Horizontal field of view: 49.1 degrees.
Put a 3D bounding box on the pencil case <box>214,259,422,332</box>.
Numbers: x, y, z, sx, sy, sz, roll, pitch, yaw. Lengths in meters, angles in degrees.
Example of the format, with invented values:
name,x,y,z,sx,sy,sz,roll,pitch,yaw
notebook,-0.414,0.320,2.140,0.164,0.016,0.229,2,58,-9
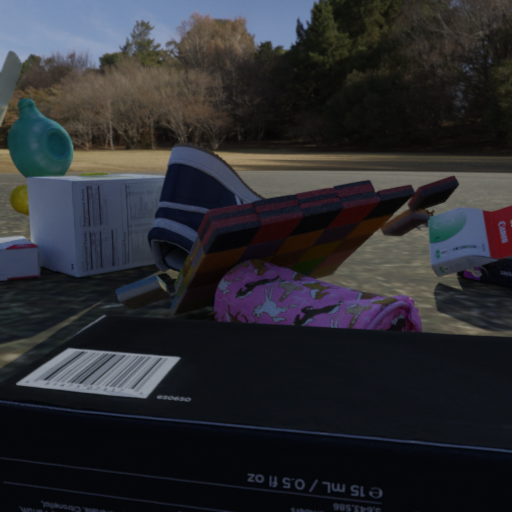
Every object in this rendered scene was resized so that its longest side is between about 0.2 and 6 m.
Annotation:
name,x,y,z,sx,sy,sz,roll,pitch,yaw
pencil case,0.393,0.516,4.302,0.807,0.772,1.865,-5,11,-35

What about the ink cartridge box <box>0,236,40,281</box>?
name,x,y,z,sx,sy,sz,roll,pitch,yaw
ink cartridge box,-3.486,0.031,7.698,0.795,0.461,1.077,-6,10,-31

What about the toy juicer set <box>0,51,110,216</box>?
name,x,y,z,sx,sy,sz,roll,pitch,yaw
toy juicer set,-3.925,-1.668,9.788,0.841,3.092,1.967,-6,44,32

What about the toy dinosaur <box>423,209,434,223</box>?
name,x,y,z,sx,sy,sz,roll,pitch,yaw
toy dinosaur,4.010,-0.945,13.456,0.761,0.433,1.433,24,7,-19

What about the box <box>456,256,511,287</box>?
name,x,y,z,sx,sy,sz,roll,pitch,yaw
box,3.990,0.187,7.050,1.629,0.411,2.278,-8,12,-33

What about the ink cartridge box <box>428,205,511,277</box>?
name,x,y,z,sx,sy,sz,roll,pitch,yaw
ink cartridge box,2.875,-0.293,7.320,1.198,0.300,0.964,-21,36,31

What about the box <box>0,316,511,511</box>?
name,x,y,z,sx,sy,sz,roll,pitch,yaw
box,0.306,0.836,1.387,1.705,1.203,0.672,2,10,11

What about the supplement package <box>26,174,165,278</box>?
name,x,y,z,sx,sy,sz,roll,pitch,yaw
supplement package,-2.249,-0.534,8.368,1.329,1.319,1.751,10,14,42

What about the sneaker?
name,x,y,z,sx,sy,sz,roll,pitch,yaw
sneaker,-0.455,-0.236,8.201,1.026,1.587,2.926,5,-19,35

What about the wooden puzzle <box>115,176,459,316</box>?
name,x,y,z,sx,sy,sz,roll,pitch,yaw
wooden puzzle,0.263,-0.066,5.368,3.227,0.227,1.913,-13,-20,-24
